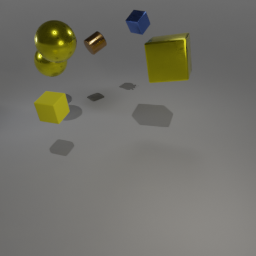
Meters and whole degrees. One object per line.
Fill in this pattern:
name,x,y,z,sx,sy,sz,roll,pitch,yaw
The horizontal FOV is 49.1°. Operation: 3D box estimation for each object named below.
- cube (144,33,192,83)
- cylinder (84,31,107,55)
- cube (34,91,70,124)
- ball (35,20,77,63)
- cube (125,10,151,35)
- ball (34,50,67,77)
cube,1.480,-2.513,10.003,1.400,1.400,1.400,-1,25,18
cylinder,-1.364,-3.532,11.646,0.700,0.700,0.700,-40,43,-11
cube,-2.317,-0.633,8.583,0.700,0.700,0.700,8,41,18
ball,-2.476,-2.965,9.628,1.400,1.400,1.400,0,31,0
cube,0.443,-4.634,12.274,0.700,0.700,0.700,24,73,34
ball,-3.331,-2.914,12.097,1.400,1.400,1.400,0,31,0
